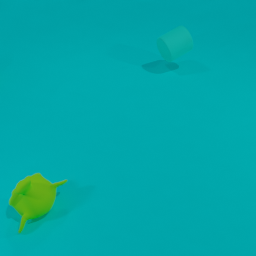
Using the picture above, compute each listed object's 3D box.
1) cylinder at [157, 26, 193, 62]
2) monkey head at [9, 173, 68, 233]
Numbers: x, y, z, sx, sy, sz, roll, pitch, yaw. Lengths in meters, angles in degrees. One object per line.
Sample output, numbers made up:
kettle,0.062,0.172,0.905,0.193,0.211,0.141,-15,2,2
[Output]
cylinder,1.630,-2.926,9.778,0.939,0.939,0.939,-31,43,-6
monkey head,-1.654,1.212,4.946,0.726,0.866,1.204,42,67,0
